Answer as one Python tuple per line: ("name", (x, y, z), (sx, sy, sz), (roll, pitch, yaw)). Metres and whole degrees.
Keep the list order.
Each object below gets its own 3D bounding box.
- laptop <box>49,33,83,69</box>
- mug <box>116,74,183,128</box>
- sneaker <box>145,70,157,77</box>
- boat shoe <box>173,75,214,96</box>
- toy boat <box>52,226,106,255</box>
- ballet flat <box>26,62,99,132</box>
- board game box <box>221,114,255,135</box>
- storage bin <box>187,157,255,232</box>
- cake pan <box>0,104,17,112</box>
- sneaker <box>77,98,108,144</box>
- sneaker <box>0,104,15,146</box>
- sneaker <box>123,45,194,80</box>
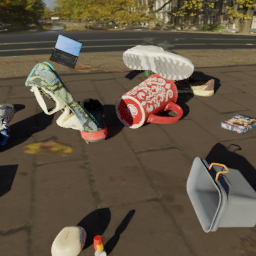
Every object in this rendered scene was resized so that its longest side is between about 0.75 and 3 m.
("laptop", (-2.662, -3.316, 12.120), (1.102, 0.642, 1.244), (18, 46, -13))
("mug", (0.942, -1.023, 11.087), (2.162, 1.625, 2.436), (14, 31, 32))
("sneaker", (1.885, -3.415, 17.603), (1.763, 0.688, 0.751), (18, 22, 17))
("boat shoe", (3.111, -2.373, 14.685), (2.827, 1.017, 1.020), (14, 28, 28))
("toy boat", (-0.914, 2.244, 5.274), (1.010, 0.469, 0.849), (-2, 19, 14))
("ballet flat", (-1.832, -0.570, 7.838), (0.990, 2.667, 0.990), (-24, 36, 19))
("board game box", (4.307, -0.164, 10.765), (1.297, 0.224, 0.878), (-22, 32, -39))
("storage bin", (2.177, 1.421, 6.307), (1.119, 1.213, 1.666), (7, 23, -9))
("cake pan", (-5.497, -0.777, 12.130), (1.229, 0.225, 1.229), (0, 25, 0))
("sneaker", (-1.452, -0.559, 10.289), (0.990, 1.369, 2.801), (-10, 25, -16))
("sneaker", (-4.450, 0.130, 9.443), (1.176, 1.064, 2.762), (13, 33, 4))
("sneaker", (1.304, -2.874, 11.321), (2.972, 1.111, 1.219), (22, 55, 22))
